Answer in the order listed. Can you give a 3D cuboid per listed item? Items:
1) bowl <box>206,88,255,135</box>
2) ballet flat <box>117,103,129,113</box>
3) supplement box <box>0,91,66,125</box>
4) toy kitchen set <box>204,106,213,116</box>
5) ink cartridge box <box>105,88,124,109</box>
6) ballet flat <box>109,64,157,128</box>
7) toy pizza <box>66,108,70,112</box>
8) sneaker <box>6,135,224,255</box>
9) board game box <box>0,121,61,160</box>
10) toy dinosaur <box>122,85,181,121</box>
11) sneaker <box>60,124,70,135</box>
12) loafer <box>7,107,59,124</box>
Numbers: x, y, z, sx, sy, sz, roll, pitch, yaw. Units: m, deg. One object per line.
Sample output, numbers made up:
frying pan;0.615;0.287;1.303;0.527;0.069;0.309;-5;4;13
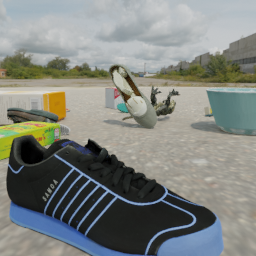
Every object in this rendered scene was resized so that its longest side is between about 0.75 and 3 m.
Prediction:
bowl;3.580;-0.531;8.415;2.428;1.270;2.428;-1;10;0
ballet flat;0.194;-0.869;12.852;1.404;0.473;0.494;3;-13;16
supplement box;-3.966;-0.763;10.132;2.982;1.096;1.879;1;10;6
toy kitchen set;3.958;-0.681;11.497;0.987;0.726;1.232;-8;-7;-37
ink cartridge box;-0.333;-1.598;14.831;1.452;1.055;1.050;-7;12;-32
ballet flat;0.076;-1.009;8.909;0.805;2.389;0.761;-34;-12;23
toy pizza;-3.242;-0.862;13.332;0.986;0.156;0.986;-1;10;0
sneaker;-0.299;0.629;2.886;2.482;0.967;0.870;4;10;23
board game box;-2.579;0.228;6.479;0.991;0.464;1.951;5;11;25
toy dinosaur;1.106;-0.864;10.088;2.828;1.246;0.671;-13;49;-42
sneaker;-1.973;0.019;8.104;0.814;0.304;0.334;5;11;27
loafer;-2.939;-0.175;8.170;2.228;0.701;0.800;5;-14;39
